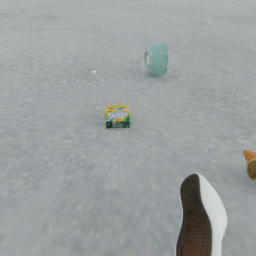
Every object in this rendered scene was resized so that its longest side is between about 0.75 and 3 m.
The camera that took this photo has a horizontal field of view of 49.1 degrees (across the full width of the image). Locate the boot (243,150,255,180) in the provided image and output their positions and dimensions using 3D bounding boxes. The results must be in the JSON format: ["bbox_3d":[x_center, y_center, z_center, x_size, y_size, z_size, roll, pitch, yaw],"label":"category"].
[{"bbox_3d":[2.560,0.705,5.747,0.372,1.009,0.781,-35,37,20],"label":"boot"}]

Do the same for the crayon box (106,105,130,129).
[{"bbox_3d":[-0.306,-0.379,7.988,0.653,0.268,1.039,-2,33,-4],"label":"crayon box"}]

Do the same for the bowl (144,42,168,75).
[{"bbox_3d":[0.983,-2.540,10.293,0.625,1.195,1.195,-5,34,-12],"label":"bowl"}]

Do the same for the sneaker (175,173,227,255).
[{"bbox_3d":[1.288,1.643,4.383,0.862,0.741,2.035,41,35,-16],"label":"sneaker"}]
